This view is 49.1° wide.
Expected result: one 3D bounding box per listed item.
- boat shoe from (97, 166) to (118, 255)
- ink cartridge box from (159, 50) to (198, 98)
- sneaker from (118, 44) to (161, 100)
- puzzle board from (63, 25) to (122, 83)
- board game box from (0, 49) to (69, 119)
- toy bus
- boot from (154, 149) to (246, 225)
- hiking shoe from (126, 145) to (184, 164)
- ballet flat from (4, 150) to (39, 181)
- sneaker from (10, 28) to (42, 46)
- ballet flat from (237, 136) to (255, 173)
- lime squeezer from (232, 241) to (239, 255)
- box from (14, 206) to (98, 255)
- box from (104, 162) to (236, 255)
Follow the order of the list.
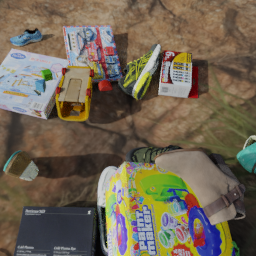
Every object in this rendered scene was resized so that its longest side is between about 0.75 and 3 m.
[{"bbox_3d":[-0.420,2.436,8.755,1.057,0.959,2.874,-5,59,-3],"label":"boat shoe"},{"bbox_3d":[2.185,-2.235,11.643,1.643,0.785,1.871,7,59,3],"label":"ink cartridge box"},{"bbox_3d":[0.518,-2.549,11.666,1.217,1.071,2.877,20,61,12],"label":"sneaker"},{"bbox_3d":[-1.524,-3.249,12.041,2.170,0.251,2.880,-7,70,-16],"label":"puzzle board"},{"bbox_3d":[-4.109,-1.893,11.557,2.780,0.572,2.773,14,60,8],"label":"board game box"},{"bbox_3d":[-1.937,-1.379,10.579,2.484,1.284,2.344,-32,56,-31],"label":"toy bus"},{"bbox_3d":[1.936,1.507,7.074,2.472,0.868,1.807,3,59,-25],"label":"boot"},{"bbox_3d":[1.224,0.933,9.443,2.614,1.316,0.990,4,59,3],"label":"hiking shoe"},{"bbox_3d":[-3.278,1.270,8.721,0.916,2.534,0.859,38,66,-12],"label":"ballet flat"},{"bbox_3d":[-4.749,-4.284,12.941,1.448,0.651,0.568,-22,62,-12],"label":"sneaker"},{"bbox_3d":[4.993,0.427,9.988,2.948,0.993,1.038,-33,52,-20],"label":"ballet flat"},{"bbox_3d":[3.130,3.747,8.388,0.516,0.276,1.461,-26,63,-15],"label":"lime squeezer"},{"bbox_3d":[-2.018,3.381,8.095,2.150,1.119,1.958,2,61,1],"label":"box"},{"bbox_3d":[1.005,2.699,7.575,2.851,1.806,2.960,6,58,-21],"label":"box"}]
